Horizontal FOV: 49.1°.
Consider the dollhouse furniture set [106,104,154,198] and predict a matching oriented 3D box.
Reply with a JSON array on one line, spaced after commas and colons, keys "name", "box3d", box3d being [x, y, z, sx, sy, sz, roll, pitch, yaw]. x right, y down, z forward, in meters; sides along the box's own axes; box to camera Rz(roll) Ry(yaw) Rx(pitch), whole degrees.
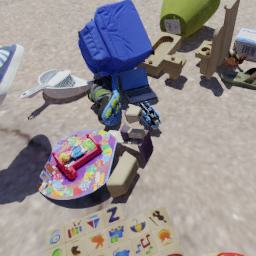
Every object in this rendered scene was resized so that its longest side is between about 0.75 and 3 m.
[{"name": "dollhouse furniture set", "box3d": [-0.478, 0.591, 7.464, 1.454, 1.624, 2.049, 5, 43, 28]}]

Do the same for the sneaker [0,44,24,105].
[{"name": "sneaker", "box3d": [-3.497, -1.603, 6.575, 1.674, 0.921, 2.286, 23, 38, -26]}]

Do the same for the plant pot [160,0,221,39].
[{"name": "plant pot", "box3d": [2.678, -5.572, 13.382, 2.730, 2.730, 2.918, 19, 57, 20]}]

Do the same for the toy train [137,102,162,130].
[{"name": "toy train", "box3d": [0.665, -0.379, 8.918, 0.468, 0.617, 1.079, -28, 48, -12]}]

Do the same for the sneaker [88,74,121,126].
[{"name": "sneaker", "box3d": [-0.809, -0.917, 9.408, 1.087, 0.930, 2.623, -10, 39, 3]}]

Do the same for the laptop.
[{"name": "laptop", "box3d": [0.373, -1.564, 10.176, 1.082, 0.669, 1.155, -16, 45, -16]}]

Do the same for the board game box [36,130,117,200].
[{"name": "board game box", "box3d": [-1.391, 0.728, 7.499, 1.965, 0.484, 2.487, -5, 42, 15]}]

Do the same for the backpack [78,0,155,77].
[{"name": "backpack", "box3d": [-0.649, -3.058, 10.214, 2.256, 2.184, 2.688, -19, 2, -12]}]

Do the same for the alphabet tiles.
[{"name": "alphabet tiles", "box3d": [-0.315, 2.581, 5.525, 2.719, 0.103, 2.273, -21, 42, -1]}]

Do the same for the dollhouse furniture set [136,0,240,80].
[{"name": "dollhouse furniture set", "box3d": [2.189, -3.578, 10.752, 2.944, 2.399, 2.800, 24, 57, 24]}]

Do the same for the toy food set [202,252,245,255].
[{"name": "toy food set", "box3d": [1.892, 3.415, 4.771, 2.602, 0.639, 2.629, -16, 45, -16]}]

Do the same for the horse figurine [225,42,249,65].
[{"name": "horse figurine", "box3d": [4.266, -3.217, 11.778, 0.482, 1.280, 1.931, -33, 54, 3]}]

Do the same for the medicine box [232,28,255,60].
[{"name": "medicine box", "box3d": [5.512, -3.750, 12.481, 1.347, 0.761, 1.479, 20, 47, 20]}]

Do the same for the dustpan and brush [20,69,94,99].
[{"name": "dustpan and brush", "box3d": [-2.705, -1.510, 10.027, 1.902, 0.780, 2.725, 23, 47, 23]}]

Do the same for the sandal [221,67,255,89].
[{"name": "sandal", "box3d": [4.690, -1.957, 10.628, 2.195, 0.626, 0.871, 9, 43, 9]}]
